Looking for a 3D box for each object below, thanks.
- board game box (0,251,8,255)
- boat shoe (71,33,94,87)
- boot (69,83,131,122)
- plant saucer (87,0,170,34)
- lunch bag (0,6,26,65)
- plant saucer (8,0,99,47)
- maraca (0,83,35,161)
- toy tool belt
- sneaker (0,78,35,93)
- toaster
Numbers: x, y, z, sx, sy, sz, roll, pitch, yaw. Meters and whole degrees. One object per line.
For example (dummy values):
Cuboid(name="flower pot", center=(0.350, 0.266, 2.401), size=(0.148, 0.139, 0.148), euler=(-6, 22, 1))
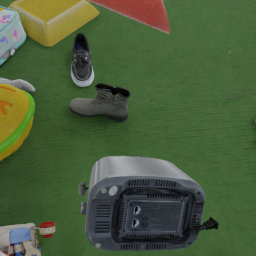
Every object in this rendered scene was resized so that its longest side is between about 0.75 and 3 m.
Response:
Cuboid(name="board game box", center=(-3.381, 2.437, 4.910), size=(2.872, 0.279, 1.478), euler=(21, 82, 14))
Cuboid(name="boat shoe", center=(-1.346, -2.063, 8.185), size=(0.661, 0.627, 1.892), euler=(-2, 55, -2))
Cuboid(name="boot", center=(-0.728, -0.743, 6.996), size=(1.632, 1.066, 0.553), euler=(10, 56, 7))
Cuboid(name="plant saucer", center=(-0.495, -2.077, 4.103), size=(2.180, 0.401, 2.185), euler=(18, 23, -12))
Cuboid(name="lunch bag", center=(-4.652, -2.886, 8.479), size=(2.832, 1.092, 2.271), euler=(21, 55, 13))
Cuboid(name="plant saucer", center=(-2.693, -4.090, 9.625), size=(2.477, 0.600, 2.477), euler=(33, 61, 22))
Cuboid(name="maraca", center=(-3.293, 0.136, 6.091), size=(2.004, 1.564, 2.923), euler=(16, 55, 30))
Cuboid(name="toy tool belt", center=(-1.968, 2.219, 5.235), size=(1.264, 0.789, 0.777), euler=(-6, 83, -2))
Cuboid(name="sneaker", center=(-3.106, -1.034, 7.663), size=(1.191, 0.445, 0.488), euler=(6, 68, 14))
Cuboid(name="toaster", center=(0.175, 0.756, 3.049), size=(1.396, 0.793, 0.901), euler=(3, 13, -12))
